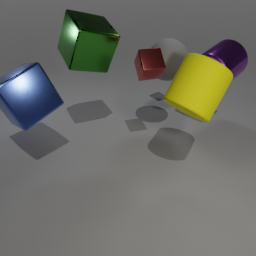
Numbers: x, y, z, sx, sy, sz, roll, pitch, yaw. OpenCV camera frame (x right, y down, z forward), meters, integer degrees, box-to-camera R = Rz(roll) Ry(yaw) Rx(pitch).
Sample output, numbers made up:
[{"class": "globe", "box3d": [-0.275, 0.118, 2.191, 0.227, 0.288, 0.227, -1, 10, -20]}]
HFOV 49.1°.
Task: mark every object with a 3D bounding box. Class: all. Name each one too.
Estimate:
[{"class": "cube", "box3d": [-3.037, -0.960, 8.238, 1.400, 1.400, 1.400, -41, 30, -24]}, {"class": "cylinder", "box3d": [1.894, -1.083, 7.656, 1.400, 1.400, 1.400, 28, 3, -1]}, {"class": "ball", "box3d": [1.347, -2.308, 9.497, 1.400, 1.400, 1.400, 0, 31, 0]}, {"class": "cube", "box3d": [0.648, -1.922, 8.481, 0.700, 0.700, 0.700, -9, 76, -13]}, {"class": "cube", "box3d": [-1.327, -2.806, 9.174, 1.400, 1.400, 1.400, -3, 45, -33]}, {"class": "cylinder", "box3d": [3.312, -2.264, 10.057, 1.400, 1.400, 1.400, -37, 45, -29]}]
